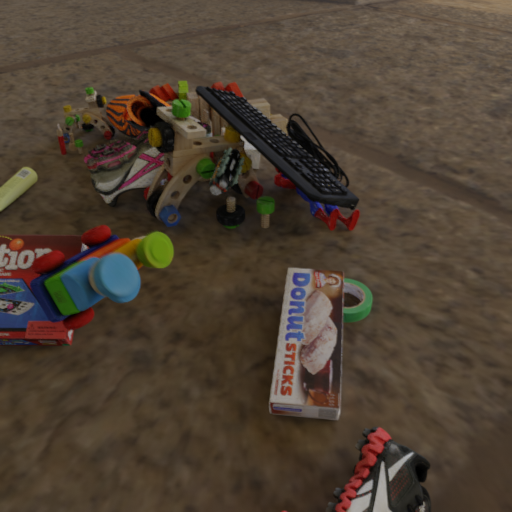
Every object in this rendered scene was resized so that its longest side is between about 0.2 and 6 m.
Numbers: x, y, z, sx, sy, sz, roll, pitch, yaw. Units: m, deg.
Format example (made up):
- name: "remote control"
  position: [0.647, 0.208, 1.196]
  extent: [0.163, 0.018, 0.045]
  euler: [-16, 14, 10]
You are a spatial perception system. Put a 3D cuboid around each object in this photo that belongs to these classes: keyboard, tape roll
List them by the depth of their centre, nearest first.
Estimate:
- name: "tape roll"
  position: [1.410, 0.700, 8.962]
  extent: [0.872, 0.210, 0.872]
  euler: [0, 35, 0]
- name: "keyboard"
  position: [0.580, -2.348, 10.918]
  extent: [2.011, 0.766, 3.864]
  euler: [1, 40, -52]

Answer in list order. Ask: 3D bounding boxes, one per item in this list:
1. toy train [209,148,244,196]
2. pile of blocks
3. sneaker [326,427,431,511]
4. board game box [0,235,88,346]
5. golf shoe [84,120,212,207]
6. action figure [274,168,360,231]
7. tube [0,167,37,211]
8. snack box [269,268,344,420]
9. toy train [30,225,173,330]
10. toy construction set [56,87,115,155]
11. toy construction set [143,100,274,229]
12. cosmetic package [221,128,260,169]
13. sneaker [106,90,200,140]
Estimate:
- name: "toy train"
  position: [-0.553, -1.512, 10.125]
  extent: [0.433, 0.579, 1.015]
  euler: [33, 45, -20]
- name: "pile of blocks"
  position: [-1.118, -4.013, 14.599]
  extent: [4.125, 1.282, 1.693]
  euler: [10, 37, 13]
- name: "sneaker"
  position: [1.280, 2.664, 5.814]
  extent: [0.939, 0.680, 1.923]
  euler: [16, 37, 24]
- name: "board game box"
  position: [-4.447, 0.487, 8.562]
  extent: [3.463, 0.337, 1.782]
  euler: [0, 59, 0]
- name: "golf shoe"
  position: [-2.132, -2.003, 11.713]
  extent: [2.753, 1.268, 0.999]
  euler: [-25, 33, -19]
- name: "action figure"
  position: [1.081, -1.362, 11.449]
  extent: [0.844, 0.667, 2.581]
  euler: [-7, 32, -30]
- name: "tube"
  position: [-5.156, -1.298, 11.647]
  extent: [0.404, 0.452, 1.556]
  euler: [38, 40, -12]
- name: "snack box"
  position: [0.779, 1.151, 8.042]
  extent: [0.908, 0.307, 2.525]
  euler: [3, 42, 8]
- name: "toy train"
  position: [-1.792, -0.018, 8.219]
  extent: [1.532, 1.121, 2.648]
  euler: [-13, 17, 38]
- name: "toy construction set"
  position: [-4.338, -3.389, 13.730]
  extent: [1.397, 1.287, 1.675]
  euler: [9, 37, 13]
- name: "toy construction set"
  position: [-1.075, -2.199, 11.204]
  extent: [2.502, 2.305, 3.000]
  euler: [-4, 35, -6]
- name: "cosmetic package"
  position: [-0.390, -2.542, 13.163]
  extent: [0.727, 0.523, 1.288]
  euler: [-1, 34, -13]
- name: "sneaker"
  position: [-2.675, -3.389, 13.180]
  extent: [3.086, 1.197, 1.729]
  euler: [21, 0, 27]
